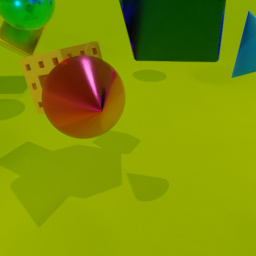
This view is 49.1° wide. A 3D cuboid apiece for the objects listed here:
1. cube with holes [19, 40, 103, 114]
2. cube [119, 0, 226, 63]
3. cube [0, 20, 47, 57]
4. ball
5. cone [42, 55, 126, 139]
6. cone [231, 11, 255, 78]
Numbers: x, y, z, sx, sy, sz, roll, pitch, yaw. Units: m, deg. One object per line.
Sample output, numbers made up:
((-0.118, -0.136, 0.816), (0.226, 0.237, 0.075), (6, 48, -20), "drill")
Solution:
((-1.134, -0.946, 5.247), (1.040, 1.040, 1.040), (-2, 21, 33), "cube with holes")
((0.718, -1.879, 4.051), (1.308, 1.308, 1.308), (5, 62, 15), "cube")
((-3.532, -3.100, 9.253), (1.175, 1.175, 1.175), (24, -2, -25), "cube")
((-2.471, -3.079, 6.735), (1.397, 1.397, 1.397), (0, 34, 0), "ball")
((-0.515, -0.349, 4.014), (1.389, 1.389, 1.394), (-10, 15, -15), "cone")
((1.849, -1.268, 4.056), (0.868, 0.871, 0.868), (-15, 4, 1), "cone")
